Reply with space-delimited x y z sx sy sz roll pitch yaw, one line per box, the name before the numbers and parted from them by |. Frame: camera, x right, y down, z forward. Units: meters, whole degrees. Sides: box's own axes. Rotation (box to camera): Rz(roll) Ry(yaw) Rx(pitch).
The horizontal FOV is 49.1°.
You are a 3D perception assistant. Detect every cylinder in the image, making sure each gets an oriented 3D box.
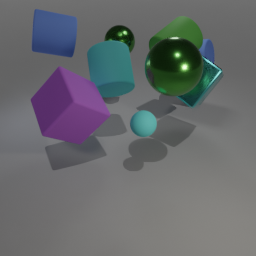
cylinder | -2.575 -3.274 9.777 1.400 1.400 1.400 5 27 -18
cylinder | -0.562 -1.884 9.168 1.400 1.400 1.400 -9 -12 -2
cylinder | 2.787 -2.983 11.912 1.400 1.400 1.400 4 27 33
cylinder | 1.707 -3.018 10.048 1.400 1.400 1.400 -41 44 -16

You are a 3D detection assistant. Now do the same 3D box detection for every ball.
ball | 0.402 -0.110 7.364 0.700 0.700 0.700 0 29 0
ball | 1.102 -1.466 6.767 1.400 1.400 1.400 0 29 0
ball | -0.379 -3.929 12.717 1.400 1.400 1.400 0 29 0

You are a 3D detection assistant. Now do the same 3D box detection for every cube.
cube | 2.012 -1.580 8.896 1.400 1.400 1.400 40 16 13
cube | -1.629 -0.583 7.900 1.400 1.400 1.400 20 35 -51
